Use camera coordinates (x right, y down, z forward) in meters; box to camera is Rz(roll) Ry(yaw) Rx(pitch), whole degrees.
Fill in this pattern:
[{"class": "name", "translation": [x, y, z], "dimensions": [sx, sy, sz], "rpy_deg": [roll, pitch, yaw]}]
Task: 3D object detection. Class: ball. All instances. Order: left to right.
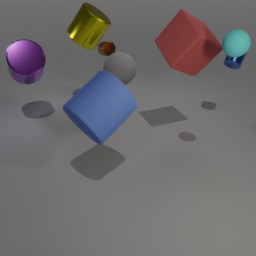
[{"class": "ball", "translation": [-0.349, -2.492, 11.866], "dimensions": [1.400, 1.400, 1.400], "rpy_deg": [0, 29, 0]}, {"class": "ball", "translation": [2.861, -2.236, 7.410], "dimensions": [0.700, 0.700, 0.700], "rpy_deg": [0, 29, 0]}]

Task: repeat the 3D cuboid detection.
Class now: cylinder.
[{"class": "cylinder", "translation": [-4.015, -2.563, 11.049], "dimensions": [1.400, 1.400, 1.400], "rpy_deg": [-12, -2, -21]}, {"class": "cylinder", "translation": [-1.667, -4.325, 11.981], "dimensions": [1.400, 1.400, 1.400], "rpy_deg": [31, 29, -20]}, {"class": "cylinder", "translation": [-0.721, -0.526, 7.315], "dimensions": [1.400, 1.400, 1.400], "rpy_deg": [-46, 45, -13]}, {"class": "cylinder", "translation": [-1.049, -3.872, 13.680], "dimensions": [0.700, 0.700, 0.700], "rpy_deg": [-13, 20, -23]}, {"class": "cylinder", "translation": [4.328, -2.849, 11.329], "dimensions": [0.700, 0.700, 0.700], "rpy_deg": [25, -5, 3]}]

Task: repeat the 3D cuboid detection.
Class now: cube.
[{"class": "cube", "translation": [2.050, -2.842, 9.534], "dimensions": [1.400, 1.400, 1.400], "rpy_deg": [8, 48, -42]}]
